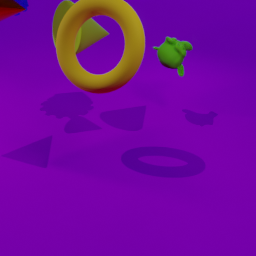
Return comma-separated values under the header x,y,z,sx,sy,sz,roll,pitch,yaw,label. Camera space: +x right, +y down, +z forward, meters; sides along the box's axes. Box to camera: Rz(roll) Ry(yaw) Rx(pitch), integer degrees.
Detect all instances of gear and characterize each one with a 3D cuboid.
x,y,z,sx,sy,sz,roll,pitch,yaw,label
-3.604,-3.400,7.709,1.601,0.296,1.601,-12,8,2,gear

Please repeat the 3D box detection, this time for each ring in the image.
x,y,z,sx,sy,sz,roll,pitch,yaw,label
-0.585,-1.643,5.570,1.917,1.917,0.383,14,12,19,ring

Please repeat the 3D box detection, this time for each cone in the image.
x,y,z,sx,sy,sz,roll,pitch,yaw,label
-1.075,-2.625,7.670,1.433,1.428,1.428,-12,34,-41,cone
-2.839,-2.864,6.607,0.943,0.939,0.939,12,37,9,cone

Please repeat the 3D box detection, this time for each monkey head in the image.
x,y,z,sx,sy,sz,roll,pitch,yaw,label
1.299,-2.049,7.746,0.925,0.775,1.286,-17,59,-39,monkey head
